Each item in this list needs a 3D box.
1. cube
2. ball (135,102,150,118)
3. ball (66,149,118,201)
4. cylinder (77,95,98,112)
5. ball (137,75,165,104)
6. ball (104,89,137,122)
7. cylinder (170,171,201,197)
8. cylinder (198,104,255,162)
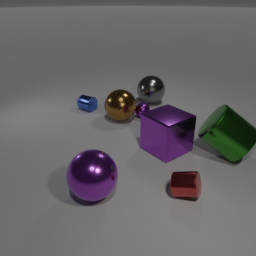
[{"bbox_3d":[1.394,0.142,9.971,1.400,1.400,1.400,-20,33,-34],"label":"cube"},{"bbox_3d":[0.663,-0.806,12.621,0.700,0.700,0.700,0,27,0],"label":"ball"},{"bbox_3d":[-0.972,1.282,7.641,1.400,1.400,1.400,0,27,0],"label":"ball"},{"bbox_3d":[-1.930,-1.189,13.360,0.700,0.700,0.700,17,32,31],"label":"cylinder"},{"bbox_3d":[1.149,-1.911,13.977,1.400,1.400,1.400,0,27,0],"label":"ball"},{"bbox_3d":[-0.325,-0.983,12.211,1.400,1.400,1.400,0,27,0],"label":"ball"},{"bbox_3d":[1.618,1.558,7.792,0.700,0.700,0.700,-6,23,26],"label":"cylinder"},{"bbox_3d":[3.332,0.168,9.365,1.400,1.400,1.400,38,32,-2],"label":"cylinder"}]
